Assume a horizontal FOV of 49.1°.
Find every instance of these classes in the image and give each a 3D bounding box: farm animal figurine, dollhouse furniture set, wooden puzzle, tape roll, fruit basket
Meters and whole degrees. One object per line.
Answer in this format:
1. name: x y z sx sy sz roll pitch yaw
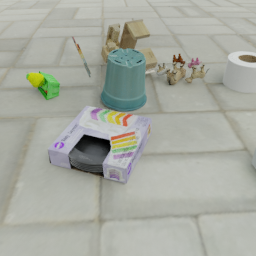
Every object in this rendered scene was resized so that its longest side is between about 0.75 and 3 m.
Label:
1. farm animal figurine: 2.548 -2.596 13.227 1.857 0.979 1.878 -31 47 -17
2. dollhouse furniture set: -0.067 -3.613 14.590 2.657 2.276 2.794 -18 68 -21
3. wooden puzzle: -1.722 -2.653 10.796 0.126 1.794 1.064 -23 72 -2
4. tape roll: 5.412 -2.595 12.871 1.849 1.269 1.849 0 37 0
5. fruit basket: -3.758 -1.908 12.136 1.406 1.014 1.406 11 28 -6

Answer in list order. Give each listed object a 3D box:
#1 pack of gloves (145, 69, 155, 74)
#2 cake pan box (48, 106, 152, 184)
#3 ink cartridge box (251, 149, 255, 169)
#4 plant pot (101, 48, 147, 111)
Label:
1. pack of gloves: 0.152 -2.667 13.894 1.861 0.367 1.563 -19 31 -31
2. cake pan box: -0.823 0.434 9.250 2.620 0.744 2.845 11 38 18
3. ink cartridge box: 4.668 1.261 8.089 1.316 0.746 1.795 -6 37 -8
4. plant pot: -0.108 -2.030 11.380 1.987 1.946 1.987 3 42 -3
